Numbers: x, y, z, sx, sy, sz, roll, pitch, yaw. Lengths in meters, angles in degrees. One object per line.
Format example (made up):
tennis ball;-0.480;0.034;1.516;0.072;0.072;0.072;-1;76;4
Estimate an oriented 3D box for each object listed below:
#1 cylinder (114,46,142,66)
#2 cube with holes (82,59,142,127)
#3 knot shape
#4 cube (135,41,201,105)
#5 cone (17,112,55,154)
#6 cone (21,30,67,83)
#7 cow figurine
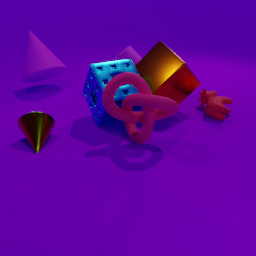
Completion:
cylinder;0.075;-2.428;10.506;0.890;0.890;0.890;47;38;1
cube with holes;-0.382;-0.952;7.602;1.198;1.198;1.198;-14;68;-26
knot shape;0.353;-0.454;6.406;1.591;1.700;0.786;-3;36;30
cube;1.089;-1.471;8.208;1.272;1.272;1.272;30;20;-52
cone;-2.168;0.237;6.675;0.891;0.891;0.894;-6;54;-12
cone;-3.255;-2.692;10.047;1.662;1.669;1.662;-18;3;1
cow figurine;2.524;-0.733;8.416;1.129;0.630;1.147;20;36;28
